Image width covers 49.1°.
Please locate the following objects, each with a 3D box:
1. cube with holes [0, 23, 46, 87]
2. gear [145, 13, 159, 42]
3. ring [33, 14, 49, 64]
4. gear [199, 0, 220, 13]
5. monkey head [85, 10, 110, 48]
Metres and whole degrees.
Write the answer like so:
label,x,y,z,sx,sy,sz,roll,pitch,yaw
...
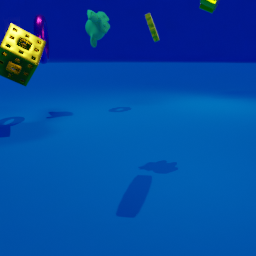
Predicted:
label,x,y,z,sx,sy,sz,roll,pitch,yaw
cube with holes,-3.321,-2.186,8.508,1.099,1.099,1.099,24,-41,-27
gear,1.047,-4.324,12.077,0.219,1.187,1.187,-19,11,13
ring,-3.032,-3.109,9.866,0.334,1.669,1.669,-3,15,-9
gear,1.660,-2.721,4.786,0.259,1.401,1.401,27,20,8
monkey head,-1.352,-4.087,11.038,0.977,1.621,1.166,-20,-20,36
